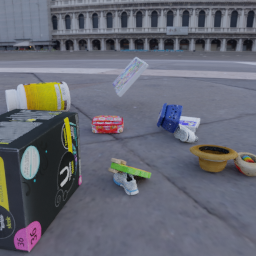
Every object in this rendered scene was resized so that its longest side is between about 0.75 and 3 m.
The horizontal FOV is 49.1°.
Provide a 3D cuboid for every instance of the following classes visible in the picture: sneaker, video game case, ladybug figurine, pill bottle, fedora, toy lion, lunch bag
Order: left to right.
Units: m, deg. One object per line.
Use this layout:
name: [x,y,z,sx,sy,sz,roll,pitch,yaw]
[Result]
pill bottle: [-3.985,-1.283,12.458,2.588,1.414,1.414,-9,20,-26]
lunch bag: [-0.756,-0.092,10.341,1.178,0.483,1.037,-1,22,0]
sneaker: [-0.045,1.163,6.424,0.341,0.395,0.911,-12,20,-30]
video game case: [0.032,-2.507,13.391,0.235,1.868,2.608,39,10,-19]
toy lion: [0.085,0.997,6.597,0.908,0.325,0.948,15,-6,14]
sneaker: [1.949,0.197,9.553,0.497,0.472,1.236,9,19,-14]
fedora: [2.214,0.804,7.310,1.323,0.539,1.323,2,10,0]
ladybug figurine: [3.071,0.930,7.187,0.690,0.366,1.017,2,18,6]

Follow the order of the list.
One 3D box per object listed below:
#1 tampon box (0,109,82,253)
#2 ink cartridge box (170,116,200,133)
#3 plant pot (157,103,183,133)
tampon box: [-2.014,0.759,5.349,1.502,1.783,2.379,3,18,10]
ink cartridge box: [2.047,-0.186,10.849,1.322,0.287,1.309,9,19,19]
plant pot: [1.407,-0.370,9.636,0.685,0.761,0.761,17,57,1]
